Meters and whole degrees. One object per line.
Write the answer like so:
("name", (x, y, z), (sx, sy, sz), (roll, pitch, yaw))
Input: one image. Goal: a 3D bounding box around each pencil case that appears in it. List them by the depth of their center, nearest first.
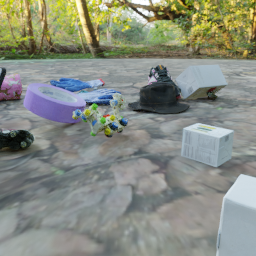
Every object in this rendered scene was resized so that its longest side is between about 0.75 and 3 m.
("pencil case", (-5.472, -1.571, 10.936), (2.493, 1.032, 1.078), (-8, 15, -23))

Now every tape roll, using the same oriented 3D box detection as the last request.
("tape roll", (-2.056, -0.720, 7.957), (1.647, 0.540, 1.647), (19, 16, -6))

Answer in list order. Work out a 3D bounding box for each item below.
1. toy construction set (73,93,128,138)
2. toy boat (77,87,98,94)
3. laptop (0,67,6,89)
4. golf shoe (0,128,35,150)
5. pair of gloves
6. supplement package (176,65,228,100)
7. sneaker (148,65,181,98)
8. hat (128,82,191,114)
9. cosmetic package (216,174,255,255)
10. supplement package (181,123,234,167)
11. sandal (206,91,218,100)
("toy construction set", (-0.520, -0.278, 6.629), (0.938, 0.659, 1.430), (45, 45, 13))
("toy boat", (-1.628, -1.400, 11.384), (0.923, 0.429, 0.776), (-12, 20, -32))
("laptop", (-3.597, -0.017, 4.315), (2.594, 2.771, 1.606), (15, -6, 41))
("golf shoe", (-2.669, 0.242, 5.940), (1.348, 0.520, 0.594), (5, 0, -4))
("pair of gloves", (-1.646, -1.517, 11.050), (2.349, 0.333, 2.922), (-10, 30, -30))
("supplement package", (2.989, -1.869, 11.364), (1.654, 0.990, 1.003), (-10, -18, -31))
("sneaker", (1.362, -2.009, 11.935), (1.205, 1.295, 3.000), (-5, 18, -13))
("hat", (1.067, -1.136, 9.729), (2.199, 0.887, 2.199), (0, 15, 0))
("cosmetic package", (1.593, 1.061, 2.271), (1.596, 0.901, 0.648), (15, 22, 35))
("supplement package", (1.513, 0.302, 5.365), (0.767, 0.578, 0.582), (16, 23, 42))
("sandal", (3.376, -1.256, 11.247), (0.368, 0.264, 0.926), (36, 15, 27))
